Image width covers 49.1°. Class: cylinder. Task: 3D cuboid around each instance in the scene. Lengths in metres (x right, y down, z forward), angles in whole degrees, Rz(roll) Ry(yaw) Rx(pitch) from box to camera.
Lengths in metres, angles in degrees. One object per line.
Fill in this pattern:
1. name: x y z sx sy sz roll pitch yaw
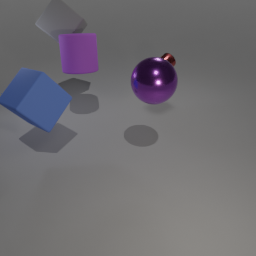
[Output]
1. cylinder: -1.874 -2.870 10.736 1.400 1.400 1.400 -2 20 1
2. cylinder: 1.633 -2.837 12.391 0.700 0.700 0.700 29 64 38

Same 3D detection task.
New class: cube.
1. cube: -2.986 -0.916 9.046 1.400 1.400 1.400 19 72 41
2. cube: -2.717 -4.333 11.685 1.400 1.400 1.400 38 7 -8

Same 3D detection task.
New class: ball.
1. ball: 0.776 -1.401 8.356 1.400 1.400 1.400 0 32 0
